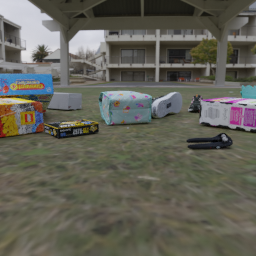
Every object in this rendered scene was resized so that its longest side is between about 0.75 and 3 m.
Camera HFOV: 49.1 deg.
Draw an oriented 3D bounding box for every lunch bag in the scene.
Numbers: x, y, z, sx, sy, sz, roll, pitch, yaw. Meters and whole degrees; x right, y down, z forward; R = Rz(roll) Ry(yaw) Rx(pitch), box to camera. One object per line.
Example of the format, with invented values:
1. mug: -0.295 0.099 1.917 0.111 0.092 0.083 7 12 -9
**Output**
1. lunch bag: -0.163 -0.781 9.941 1.560 1.117 1.832 -4 17 -17

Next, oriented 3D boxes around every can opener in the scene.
1. can opener: 1.831 0.340 6.274 1.059 0.416 0.336 -5 50 -12

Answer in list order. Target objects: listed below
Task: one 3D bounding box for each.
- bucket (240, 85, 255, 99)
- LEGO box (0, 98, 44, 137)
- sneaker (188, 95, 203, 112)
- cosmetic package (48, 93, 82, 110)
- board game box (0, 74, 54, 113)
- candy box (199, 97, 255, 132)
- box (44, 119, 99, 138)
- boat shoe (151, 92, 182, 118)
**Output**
1. bucket: 5.118 -0.917 10.226 1.939 1.261 1.939 1 11 0
2. LEGO box: -3.774 -0.366 8.266 1.690 0.876 2.270 -9 14 -40
3. sneaker: 3.140 -1.159 12.923 0.695 0.747 1.730 1 11 14
4. cosmetic package: -3.269 -1.324 13.626 1.892 0.853 1.011 3 7 28
5. board game box: -4.396 -1.203 10.585 2.717 0.775 2.775 -5 -9 -23
6. candy box: 3.902 -0.434 8.736 2.741 0.836 1.869 10 15 44
7. box: -1.586 -0.003 7.890 1.236 0.305 0.987 -8 13 -34
8. boat shoe: 1.473 -0.982 11.604 0.759 0.920 2.680 6 14 32
